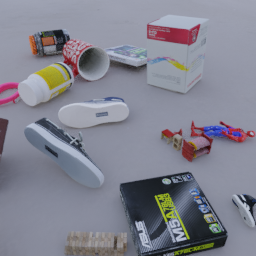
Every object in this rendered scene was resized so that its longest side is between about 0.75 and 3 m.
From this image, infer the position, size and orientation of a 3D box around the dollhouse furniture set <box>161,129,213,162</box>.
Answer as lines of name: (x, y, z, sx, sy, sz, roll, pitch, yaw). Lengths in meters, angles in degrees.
dollhouse furniture set: (1.969, 0.361, 9.592, 0.878, 0.664, 1.632, -20, 40, -26)

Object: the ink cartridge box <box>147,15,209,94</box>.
ink cartridge box: (2.267, -3.483, 13.093, 2.118, 2.929, 2.128, 19, 39, 30)

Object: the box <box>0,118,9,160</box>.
box: (-4.451, 0.653, 7.997, 1.543, 1.527, 1.860, 15, 27, -24)

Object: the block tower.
block tower: (-0.751, 2.694, 6.520, 1.452, 0.420, 0.392, 0, 35, 1)

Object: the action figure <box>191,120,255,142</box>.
action figure: (3.425, 0.117, 10.097, 2.229, 0.576, 0.729, 8, 33, 6)

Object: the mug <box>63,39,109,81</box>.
mug: (-2.532, -3.605, 14.378, 2.274, 1.710, 2.562, -16, 35, -26)

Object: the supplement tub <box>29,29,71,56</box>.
supplement tub: (-4.619, -5.064, 16.647, 2.254, 1.381, 1.381, -14, 38, -20)

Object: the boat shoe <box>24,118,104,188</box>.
boat shoe: (-1.753, 0.660, 8.450, 2.874, 1.061, 0.981, 30, 44, 17)

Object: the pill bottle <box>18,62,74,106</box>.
pill bottle: (-3.567, -1.932, 12.297, 1.290, 1.290, 2.258, 19, 39, 25)

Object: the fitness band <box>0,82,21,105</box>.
fitness band: (-5.428, -1.559, 12.587, 1.391, 0.363, 1.937, 6, 35, 9)

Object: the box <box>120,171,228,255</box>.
box: (1.036, 2.163, 7.169, 2.136, 0.526, 2.212, -5, 35, -12)

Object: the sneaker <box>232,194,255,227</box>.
sneaker: (3.228, 2.110, 7.371, 0.565, 0.369, 1.011, -7, 35, -8)

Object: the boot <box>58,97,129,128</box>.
boot: (-1.342, -0.680, 11.029, 2.668, 0.970, 1.205, -2, 22, -9)

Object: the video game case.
video game case: (0.194, -4.205, 15.951, 2.713, 0.348, 2.984, 22, 31, 27)
